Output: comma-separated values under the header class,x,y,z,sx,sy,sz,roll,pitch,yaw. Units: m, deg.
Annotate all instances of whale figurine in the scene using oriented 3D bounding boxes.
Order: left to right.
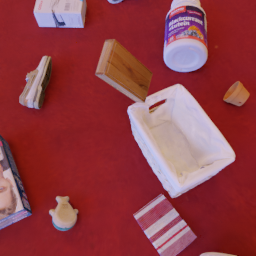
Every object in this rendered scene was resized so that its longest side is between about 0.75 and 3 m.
class,x,y,z,sx,sy,sz,roll,pitch,yaw
whale figurine,-1.784,2.358,7.723,0.798,0.520,1.003,6,36,-26

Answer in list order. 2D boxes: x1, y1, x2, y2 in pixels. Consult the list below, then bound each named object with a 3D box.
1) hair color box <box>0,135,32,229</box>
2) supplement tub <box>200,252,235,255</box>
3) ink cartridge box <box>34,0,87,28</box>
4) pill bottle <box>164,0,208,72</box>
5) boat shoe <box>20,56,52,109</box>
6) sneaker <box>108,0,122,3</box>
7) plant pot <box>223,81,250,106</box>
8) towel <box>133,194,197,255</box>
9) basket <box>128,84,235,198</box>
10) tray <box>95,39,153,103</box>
class,x,y,z,sx,sy,sz,roll,pitch,yaw
hair color box,-3.810,1.518,7.959,1.273,0.770,2.546,-25,65,-13
supplement tub,2.326,4.269,5.770,2.040,2.040,2.820,12,63,6
ink cartridge box,-2.687,-4.807,11.306,1.852,0.780,1.339,2,62,1
pill bottle,2.100,-3.538,10.222,1.501,1.501,2.694,5,62,3
boat shoe,-3.151,-1.662,9.647,0.706,0.772,2.065,9,63,-2
sneaker,-0.016,-6.035,12.005,1.959,0.763,0.973,-11,59,-7
plant pot,3.683,-1.102,9.405,0.546,0.780,0.780,34,66,-1
towel,0.993,2.702,7.682,1.074,0.170,1.492,-33,65,-14
basket,1.368,0.440,8.022,1.835,1.670,2.708,-25,64,-12
tray,-0.023,-1.287,6.649,0.314,1.694,0.836,9,79,36
